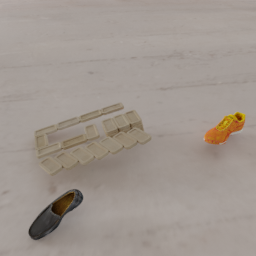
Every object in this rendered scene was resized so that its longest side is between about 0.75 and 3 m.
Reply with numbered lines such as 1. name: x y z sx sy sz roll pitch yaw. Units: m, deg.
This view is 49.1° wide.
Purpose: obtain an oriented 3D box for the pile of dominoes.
1. pile of dominoes: -0.987 0.327 7.456 2.896 0.461 2.257 -19 34 -8

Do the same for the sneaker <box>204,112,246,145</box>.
1. sneaker: 2.589 -0.029 7.575 0.611 0.646 1.675 25 38 38

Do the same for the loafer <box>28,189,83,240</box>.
1. loafer: -1.455 1.650 5.488 0.461 0.457 1.265 41 74 16
